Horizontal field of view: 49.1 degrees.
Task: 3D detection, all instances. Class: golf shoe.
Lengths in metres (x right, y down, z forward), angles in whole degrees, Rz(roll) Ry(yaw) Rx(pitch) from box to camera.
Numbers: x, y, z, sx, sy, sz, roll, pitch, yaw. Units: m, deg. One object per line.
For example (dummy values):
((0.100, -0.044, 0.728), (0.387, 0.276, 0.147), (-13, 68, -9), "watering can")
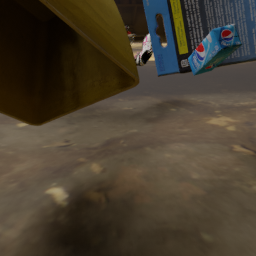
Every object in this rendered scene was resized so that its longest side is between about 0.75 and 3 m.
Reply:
((0.756, -2.842, 10.161), (0.507, 1.395, 0.642), (31, -6, -38), "golf shoe")

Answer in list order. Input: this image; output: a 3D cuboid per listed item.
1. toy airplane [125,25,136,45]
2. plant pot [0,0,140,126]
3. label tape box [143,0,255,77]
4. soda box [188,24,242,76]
((-0.284, -3.006, 9.455), (0.998, 0.707, 1.002), (-17, 23, -6), "toy airplane")
((-1.349, -1.525, 3.841), (2.193, 1.934, 2.193), (-18, -29, 31), "plant pot")
((1.640, -2.090, 5.275), (2.555, 1.843, 0.809), (-1, 17, 42), "label tape box")
((1.090, -0.981, 3.635), (0.297, 0.281, 0.877), (-17, -7, -9), "soda box")
